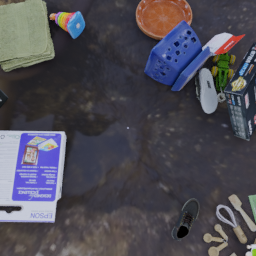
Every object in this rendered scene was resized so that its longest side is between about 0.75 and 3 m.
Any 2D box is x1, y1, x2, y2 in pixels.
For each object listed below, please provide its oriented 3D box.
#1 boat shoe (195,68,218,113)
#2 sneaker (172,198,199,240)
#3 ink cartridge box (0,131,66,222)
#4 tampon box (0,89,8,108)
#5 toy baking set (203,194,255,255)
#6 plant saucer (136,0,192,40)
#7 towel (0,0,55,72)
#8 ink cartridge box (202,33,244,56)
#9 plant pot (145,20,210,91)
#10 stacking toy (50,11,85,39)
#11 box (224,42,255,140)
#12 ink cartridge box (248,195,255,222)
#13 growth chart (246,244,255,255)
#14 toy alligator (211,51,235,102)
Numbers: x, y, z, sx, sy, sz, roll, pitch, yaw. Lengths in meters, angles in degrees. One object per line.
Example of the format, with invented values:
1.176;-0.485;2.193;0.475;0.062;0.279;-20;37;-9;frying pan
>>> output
2.400;-1.095;8.717;0.537;0.484;1.519;10;65;-18;boat shoe
1.603;2.419;7.402;0.454;0.645;1.215;28;73;9;sneaker
-3.085;1.318;7.823;2.503;0.548;2.526;1;69;1;ink cartridge box
-5.049;-0.614;7.799;1.572;1.866;2.490;29;73;10;tampon box
2.892;2.851;7.453;1.490;0.226;1.941;29;74;8;toy baking set
1.244;-3.876;9.768;1.936;0.313;1.936;0;71;1;plant saucer
-3.541;-3.190;9.448;1.897;0.467;2.557;-13;72;-3;towel
2.937;-2.687;8.926;0.976;1.201;0.343;-43;105;-13;ink cartridge box
1.535;-2.069;8.579;1.325;1.474;1.474;41;75;5;plant pot
-2.191;-3.691;9.595;1.288;0.707;0.748;27;76;21;stacking toy
3.429;-0.952;7.784;0.506;2.198;1.747;23;70;38;box
4.489;2.156;7.504;2.082;0.617;1.081;-8;72;-2;ink cartridge box
3.457;3.560;7.132;0.881;0.108;1.218;-5;80;-15;growth chart
2.966;-1.683;8.947;0.644;0.467;1.942;12;77;4;toy alligator
